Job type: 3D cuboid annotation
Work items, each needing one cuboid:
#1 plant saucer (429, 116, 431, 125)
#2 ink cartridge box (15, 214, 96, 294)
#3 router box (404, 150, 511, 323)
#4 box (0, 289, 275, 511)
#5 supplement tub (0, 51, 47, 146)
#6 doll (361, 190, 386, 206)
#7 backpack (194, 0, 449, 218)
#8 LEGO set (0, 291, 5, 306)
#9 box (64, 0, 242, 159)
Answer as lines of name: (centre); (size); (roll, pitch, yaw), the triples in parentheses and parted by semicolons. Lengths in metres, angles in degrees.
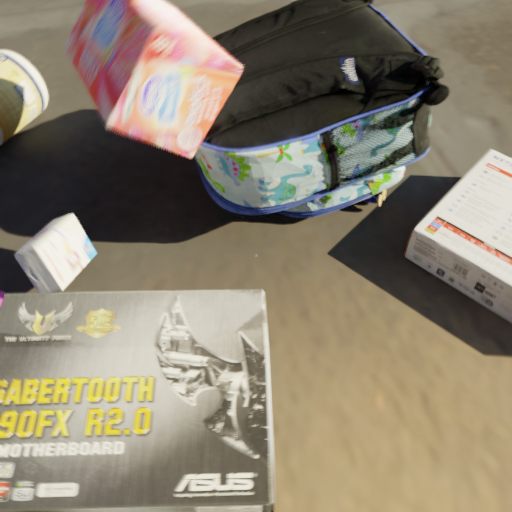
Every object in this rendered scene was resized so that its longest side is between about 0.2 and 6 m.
plant saucer: (2.733, -2.773, 11.343); (1.522, 0.274, 1.522); (-1, 64, 1)
ink cartridge box: (-3.040, -0.021, 8.577); (0.457, 0.780, 1.080); (-13, 28, 25)
router box: (4.436, -0.189, 9.107); (2.966, 0.725, 2.662); (36, 59, 25)
box: (-1.675, 1.885, 7.310); (3.739, 0.904, 2.961); (0, 51, -1)
supplement tub: (-5.218, -2.907, 10.859); (1.427, 1.427, 1.976); (21, 53, 17)
doll: (1.818, -1.167, 10.184); (1.018, 0.247, 0.695); (15, 46, 26)
backpack: (0.671, -2.304, 9.446); (3.732, 2.742, 3.415); (-19, 52, -3)
LEGO set: (-4.059, 1.275, 7.813); (0.998, 0.928, 2.433); (9, 53, 8)
box: (-1.605, -2.879, 8.128); (1.381, 1.497, 2.916); (17, 27, -40)
